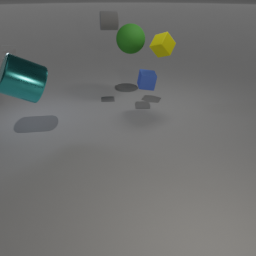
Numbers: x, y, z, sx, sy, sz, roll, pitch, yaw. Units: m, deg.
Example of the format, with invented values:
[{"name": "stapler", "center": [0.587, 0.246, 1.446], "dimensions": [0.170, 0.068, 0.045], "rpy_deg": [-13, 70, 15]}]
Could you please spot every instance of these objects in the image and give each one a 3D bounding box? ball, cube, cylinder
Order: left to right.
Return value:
[{"name": "cylinder", "center": [-3.768, -1.738, 9.936], "dimensions": [1.400, 1.400, 1.400], "rpy_deg": [16, 17, -32]}, {"name": "cylinder", "center": [-0.740, -4.178, 10.899], "dimensions": [0.700, 0.700, 0.700], "rpy_deg": [-3, 28, -7]}, {"name": "ball", "center": [0.129, -4.299, 13.510], "dimensions": [1.400, 1.400, 1.400], "rpy_deg": [0, 28, 0]}, {"name": "cube", "center": [0.841, -2.151, 12.497], "dimensions": [0.700, 0.700, 0.700], "rpy_deg": [5, 32, -10]}, {"name": "cube", "center": [1.473, -3.522, 11.889], "dimensions": [0.700, 0.700, 0.700], "rpy_deg": [4, 61, 48]}]
